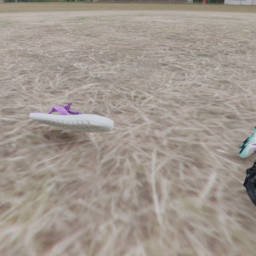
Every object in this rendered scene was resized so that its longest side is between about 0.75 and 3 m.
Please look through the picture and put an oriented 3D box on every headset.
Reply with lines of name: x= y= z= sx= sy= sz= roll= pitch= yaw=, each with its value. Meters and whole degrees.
headset: x=2.695 y=1.211 z=5.678 sx=0.858 sy=0.653 sz=1.390 roll=26 pitch=40 yaw=-8

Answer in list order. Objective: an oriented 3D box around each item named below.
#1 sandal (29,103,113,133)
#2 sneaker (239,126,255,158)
sandal: x=-1.499 y=-0.319 z=7.630 sx=2.738 sy=0.673 sz=1.114 roll=6 pitch=-14 yaw=30
sneaker: x=3.533 y=0.472 z=7.087 sx=1.001 sy=0.556 sz=1.432 roll=43 pitch=68 yaw=9
